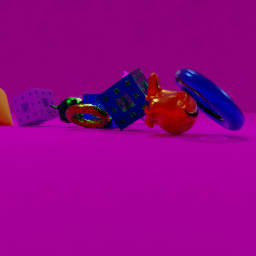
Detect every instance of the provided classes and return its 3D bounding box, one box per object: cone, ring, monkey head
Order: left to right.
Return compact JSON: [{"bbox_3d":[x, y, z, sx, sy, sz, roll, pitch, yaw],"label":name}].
[{"bbox_3d":[-3.956,-0.398,8.624,1.371,1.366,1.366,31,18,25],"label":"cone"},{"bbox_3d":[-1.645,-0.514,7.897,1.239,0.746,0.891,-11,0,7],"label":"monkey head"},{"bbox_3d":[-0.965,-0.268,6.718,1.062,0.212,1.062,5,-23,2],"label":"ring"},{"bbox_3d":[0.801,-0.460,5.167,0.960,1.146,1.593,-2,-10,12],"label":"monkey head"},{"bbox_3d":[1.390,-0.485,4.842,1.457,0.291,1.457,42,5,-4],"label":"ring"}]

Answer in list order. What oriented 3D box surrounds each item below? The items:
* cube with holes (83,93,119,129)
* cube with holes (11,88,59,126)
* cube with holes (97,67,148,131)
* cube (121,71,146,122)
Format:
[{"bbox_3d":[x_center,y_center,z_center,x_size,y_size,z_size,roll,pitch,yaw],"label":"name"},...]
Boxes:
[{"bbox_3d":[-0.579,-0.480,7.584,0.895,0.895,0.895,2,6,28],"label":"cube with holes"},{"bbox_3d":[-2.745,-0.605,8.326,0.858,0.858,0.858,-19,-5,24],"label":"cube with holes"},{"bbox_3d":[0.049,-0.682,6.370,0.922,0.922,0.922,-32,9,23],"label":"cube with holes"},{"bbox_3d":[0.301,-1.093,10.211,1.290,1.290,1.290,25,0,15],"label":"cube"}]
